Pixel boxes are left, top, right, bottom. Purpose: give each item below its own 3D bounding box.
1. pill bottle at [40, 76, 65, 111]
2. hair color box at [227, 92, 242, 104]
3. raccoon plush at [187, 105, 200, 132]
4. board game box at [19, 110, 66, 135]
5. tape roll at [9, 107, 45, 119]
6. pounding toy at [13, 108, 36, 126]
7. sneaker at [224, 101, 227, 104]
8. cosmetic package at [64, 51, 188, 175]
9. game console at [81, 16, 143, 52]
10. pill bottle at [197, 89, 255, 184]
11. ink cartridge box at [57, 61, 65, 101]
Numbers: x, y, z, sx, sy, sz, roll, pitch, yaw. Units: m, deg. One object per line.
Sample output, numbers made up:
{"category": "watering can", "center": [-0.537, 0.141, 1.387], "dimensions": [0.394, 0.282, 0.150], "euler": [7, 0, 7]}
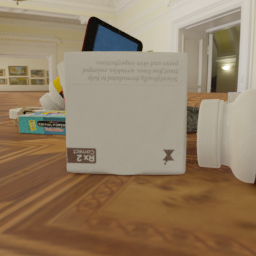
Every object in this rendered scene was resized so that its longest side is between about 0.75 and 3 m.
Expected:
{"category": "pill bottle", "center": [-2.307, -1.685, 11.858], "dimensions": [2.806, 1.562, 1.562], "euler": [-40, 6, 8]}
{"category": "hair color box", "center": [4.730, -0.662, 10.011], "dimensions": [2.228, 1.218, 0.722], "euler": [6, 10, 27]}
{"category": "raccoon plush", "center": [2.056, -0.162, 8.511], "dimensions": [1.739, 0.841, 1.165], "euler": [5, 19, 29]}
{"category": "board game box", "center": [-1.990, -0.211, 9.269], "dimensions": [2.445, 0.574, 1.846], "euler": [2, 9, 11]}
{"category": "tape roll", "center": [-4.367, -0.692, 12.901], "dimensions": [2.044, 0.373, 2.044], "euler": [-1, 9, 0]}
{"category": "pounding toy", "center": [-3.590, -0.210, 10.023], "dimensions": [0.776, 0.778, 1.356], "euler": [27, 15, -12]}
{"category": "sneaker", "center": [4.586, -0.753, 12.076], "dimensions": [1.990, 0.781, 0.790], "euler": [8, 10, -26]}
{"category": "cosmetic package", "center": [-0.003, -0.399, 5.725], "dimensions": [2.049, 2.051, 2.486], "euler": [0, 9, 1]}
{"category": "game console", "center": [-0.159, -1.971, 8.897], "dimensions": [2.560, 1.519, 2.206], "euler": [9, 36, -47]}
{"category": "pill bottle", "center": [2.419, 0.152, 4.156], "dimensions": [2.608, 1.473, 1.473], "euler": [2, 9, 21]}
{"category": "ink cartridge box", "center": [-1.197, -1.456, 9.697], "dimensions": [0.950, 1.639, 2.220], "euler": [-18, -8, 33]}
